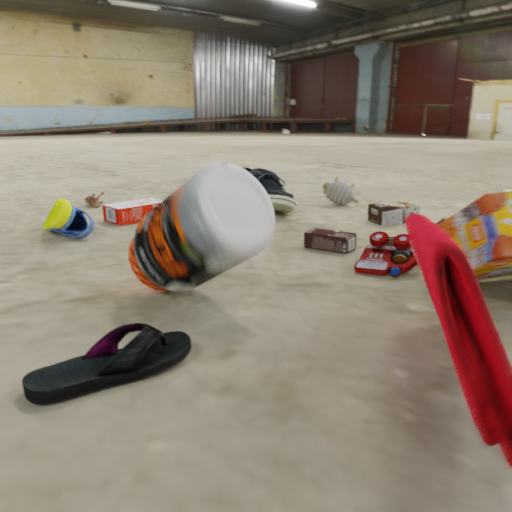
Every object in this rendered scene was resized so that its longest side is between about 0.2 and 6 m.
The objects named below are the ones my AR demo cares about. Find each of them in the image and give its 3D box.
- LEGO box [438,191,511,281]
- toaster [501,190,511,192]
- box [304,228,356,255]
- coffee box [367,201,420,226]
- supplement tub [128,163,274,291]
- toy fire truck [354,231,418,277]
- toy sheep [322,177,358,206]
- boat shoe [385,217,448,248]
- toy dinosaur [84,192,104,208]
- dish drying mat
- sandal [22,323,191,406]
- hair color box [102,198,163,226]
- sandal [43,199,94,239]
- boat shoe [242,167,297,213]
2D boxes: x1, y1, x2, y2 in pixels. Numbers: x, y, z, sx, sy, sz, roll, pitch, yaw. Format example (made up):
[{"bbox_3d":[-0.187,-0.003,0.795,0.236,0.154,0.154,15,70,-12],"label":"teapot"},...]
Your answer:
[{"bbox_3d":[4.337,-0.332,8.925,2.544,0.982,1.895,-7,-14,-14],"label":"LEGO box"},{"bbox_3d":[5.460,-0.603,11.019,1.120,1.273,1.970,-3,16,-9],"label":"toaster"},{"bbox_3d":[1.542,-0.319,11.694,0.996,0.373,0.499,8,20,32],"label":"box"},{"bbox_3d":[3.515,-1.093,14.324,1.145,0.457,0.655,-6,17,-22],"label":"coffee box"},{"bbox_3d":[-0.917,-0.311,8.420,1.404,1.404,2.292,-15,-10,-43],"label":"supplement tub"},{"bbox_3d":[2.397,0.067,10.128,1.072,0.601,0.900,7,41,27],"label":"toy fire truck"},{"bbox_3d":[2.490,-1.866,16.550,1.155,0.796,0.796,24,22,16],"label":"toy sheep"},{"bbox_3d":[3.645,-0.357,10.941,2.314,0.833,0.835,2,16,7],"label":"boat shoe"},{"bbox_3d":[-4.865,-1.635,16.535,0.868,0.373,0.589,5,22,37],"label":"toy dinosaur"},{"bbox_3d":[1.985,0.448,5.755,0.408,1.720,4.479,-21,2,16],"label":"dish drying mat"},{"bbox_3d":[-1.567,1.110,6.286,2.018,0.483,0.758,-13,20,-40],"label":"sandal"},{"bbox_3d":[-3.127,-1.154,14.544,1.469,0.470,0.815,-16,21,-41],"label":"hair color box"},{"bbox_3d":[-4.328,-0.790,12.942,0.923,0.843,2.120,29,-4,-26],"label":"sandal"},{"bbox_3d":[0.172,-1.937,15.902,1.261,1.052,3.381,15,8,-25],"label":"boat shoe"}]
